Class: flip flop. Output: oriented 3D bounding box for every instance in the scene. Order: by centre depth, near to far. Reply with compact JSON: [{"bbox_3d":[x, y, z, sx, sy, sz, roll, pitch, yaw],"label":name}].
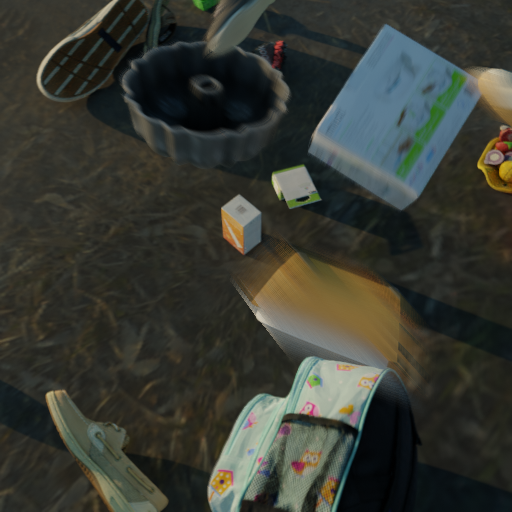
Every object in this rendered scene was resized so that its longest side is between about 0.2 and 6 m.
[{"bbox_3d":[-2.172,-5.235,12.886,0.640,0.902,2.223,13,57,-16],"label":"flip flop"}]

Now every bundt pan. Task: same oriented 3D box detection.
[{"bbox_3d":[-0.853,-2.501,9.571,2.756,1.034,2.756,4,50,-4],"label":"bundt pan"}]

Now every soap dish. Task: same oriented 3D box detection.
[{"bbox_3d":[0.722,0.455,5.184,1.327,1.044,0.539,22,105,11],"label":"soap dish"}]

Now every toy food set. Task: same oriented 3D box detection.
[{"bbox_3d":[5.125,-2.082,11.020,1.079,0.599,1.834,27,62,16],"label":"toy food set"}]

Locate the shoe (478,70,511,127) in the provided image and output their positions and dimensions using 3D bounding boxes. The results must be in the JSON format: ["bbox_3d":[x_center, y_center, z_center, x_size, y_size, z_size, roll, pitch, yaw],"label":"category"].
[{"bbox_3d":[3.516,-1.542,6.387,2.153,0.575,0.753,32,41,-6],"label":"shoe"}]

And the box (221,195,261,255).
[{"bbox_3d":[-0.257,-0.538,9.889,0.441,0.905,0.563,-40,66,-22],"label":"box"}]

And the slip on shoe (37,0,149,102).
[{"bbox_3d":[-3.639,-4.552,12.401,0.946,1.188,3.124,7,59,54],"label":"slip on shoe"}]

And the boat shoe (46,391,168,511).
[{"bbox_3d":[-2.162,2.778,7.965,0.745,0.823,2.310,-34,73,-25],"label":"boat shoe"}]

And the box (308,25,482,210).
[{"bbox_3d":[2.187,-2.177,8.913,1.883,1.032,2.134,32,82,4],"label":"box"}]

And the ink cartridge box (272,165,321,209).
[{"bbox_3d":[0.757,-1.234,10.657,0.663,0.340,0.897,-16,61,-10],"label":"ink cartridge box"}]

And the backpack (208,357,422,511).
[{"bbox_3d":[0.897,2.707,6.988,2.155,2.471,2.811,4,41,37],"label":"backpack"}]

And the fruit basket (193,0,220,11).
[{"bbox_3d":[-1.179,-6.450,13.649,0.773,0.773,0.558,-39,66,-21],"label":"fruit basket"}]

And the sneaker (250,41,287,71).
[{"bbox_3d":[0.178,-4.139,12.307,0.796,0.576,1.629,10,57,6],"label":"sneaker"}]

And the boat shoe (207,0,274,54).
[{"bbox_3d":[-0.245,-4.027,8.969,0.575,0.674,2.017,34,72,12],"label":"boat shoe"}]
